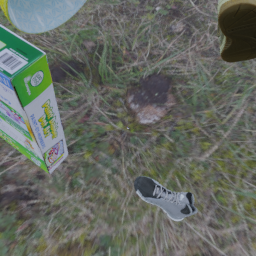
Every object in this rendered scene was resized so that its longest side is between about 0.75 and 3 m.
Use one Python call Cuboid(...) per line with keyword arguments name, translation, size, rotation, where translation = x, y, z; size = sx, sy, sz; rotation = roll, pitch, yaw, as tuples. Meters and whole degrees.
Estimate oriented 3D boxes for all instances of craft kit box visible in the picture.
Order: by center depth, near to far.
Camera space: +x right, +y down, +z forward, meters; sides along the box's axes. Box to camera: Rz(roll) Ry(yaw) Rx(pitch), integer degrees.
Cuboid(name="craft kit box", translation=(-2.368, -0.729, 4.686), size=(2.844, 2.809, 0.690), rotation=(34, 59, 13))

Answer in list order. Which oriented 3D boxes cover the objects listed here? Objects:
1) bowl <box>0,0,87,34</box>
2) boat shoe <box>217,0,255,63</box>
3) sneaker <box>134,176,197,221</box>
Cuboid(name="bowl", translation=(-2.112, -3.808, 6.618), size=(2.777, 2.777, 1.494), rotation=(-41, 85, -23))
Cuboid(name="boat shoe", translation=(2.041, -1.888, 5.108), size=(0.877, 2.403, 0.756), rotation=(-6, 79, 26))
Cuboid(name="sneaker", translation=(0.495, 0.773, 3.272), size=(0.820, 0.473, 0.308), rotation=(38, 49, -18))
